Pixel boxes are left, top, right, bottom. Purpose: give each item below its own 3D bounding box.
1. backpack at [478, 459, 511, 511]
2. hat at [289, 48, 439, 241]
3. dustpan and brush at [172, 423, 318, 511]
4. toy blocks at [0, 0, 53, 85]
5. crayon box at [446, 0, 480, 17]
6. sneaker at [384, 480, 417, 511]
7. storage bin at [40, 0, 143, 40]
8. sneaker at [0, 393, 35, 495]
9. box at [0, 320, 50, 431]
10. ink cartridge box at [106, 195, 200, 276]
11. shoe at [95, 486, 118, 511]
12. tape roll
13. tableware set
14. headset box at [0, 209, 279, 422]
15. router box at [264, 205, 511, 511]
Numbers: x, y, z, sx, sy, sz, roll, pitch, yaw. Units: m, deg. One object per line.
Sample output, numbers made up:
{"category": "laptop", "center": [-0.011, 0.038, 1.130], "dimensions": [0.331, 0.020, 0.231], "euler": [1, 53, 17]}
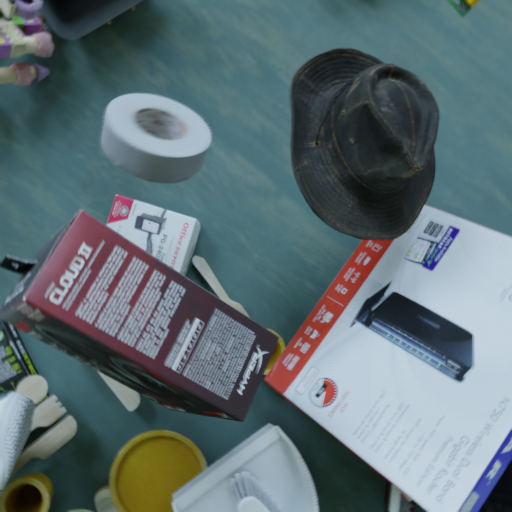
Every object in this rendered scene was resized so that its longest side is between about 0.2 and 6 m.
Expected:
{"category": "backpack", "center": [4.673, 2.842, 7.344], "dimensions": [2.368, 3.223, 2.949], "euler": [8, 87, -33]}
{"category": "hat", "center": [1.577, -1.478, 6.699], "dimensions": [2.518, 1.016, 2.518], "euler": [5, 79, -28]}
{"category": "dustpan and brush", "center": [0.353, 4.271, 8.447], "dimensions": [2.033, 0.833, 2.912], "euler": [-36, 106, -2]}
{"category": "toy blocks", "center": [-3.702, -3.792, 8.802], "dimensions": [1.444, 1.715, 1.603], "euler": [-25, 75, -43]}
{"category": "crayon box", "center": [2.606, -3.375, 6.605], "dimensions": [0.891, 0.230, 0.560], "euler": [-42, 78, 27]}
{"category": "sneaker", "center": [2.601, 3.527, 8.588], "dimensions": [1.151, 0.797, 1.906], "euler": [8, 85, 10]}
{"category": "storage bin", "center": [-2.637, -4.678, 8.934], "dimensions": [2.126, 1.547, 1.428], "euler": [-32, 59, -2]}
{"category": "sneaker", "center": [-4.372, 2.888, 7.692], "dimensions": [1.797, 1.175, 3.127], "euler": [27, 115, -16]}
{"category": "box", "center": [-4.404, 2.190, 8.830], "dimensions": [1.903, 0.452, 1.838], "euler": [-29, 89, -3]}
{"category": "ink cartridge box", "center": [-1.675, -0.293, 8.934], "dimensions": [1.355, 0.565, 0.984], "euler": [17, 86, 1]}
{"category": "shoe", "center": [-1.804, 4.378, 8.627], "dimensions": [0.675, 0.515, 1.931], "euler": [-40, 87, -3]}
{"category": "tape roll", "center": [-1.180, -1.401, 6.624], "dimensions": [1.235, 0.408, 1.235], "euler": [14, 43, -14]}
{"category": "tableware set", "center": [-1.700, 2.501, 8.420], "dimensions": [4.808, 0.738, 3.239], "euler": [-38, 89, -9]}
{"category": "headset box", "center": [-1.525, 0.731, 6.375], "dimensions": [2.846, 2.118, 1.099], "euler": [34, 65, -22]}
{"category": "router box", "center": [2.333, 1.194, 7.698], "dimensions": [3.167, 0.862, 3.529], "euler": [30, 80, 42]}
